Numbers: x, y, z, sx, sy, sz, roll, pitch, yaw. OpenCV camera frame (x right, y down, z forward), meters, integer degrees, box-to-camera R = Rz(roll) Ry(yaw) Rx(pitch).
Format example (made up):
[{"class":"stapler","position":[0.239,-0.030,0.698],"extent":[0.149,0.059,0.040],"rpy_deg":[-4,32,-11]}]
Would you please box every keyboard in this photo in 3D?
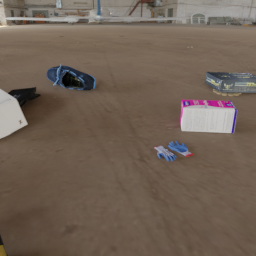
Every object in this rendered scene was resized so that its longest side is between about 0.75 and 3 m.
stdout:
[{"class":"keyboard","position":[-4.646,-1.200,11.994],"extent":[1.641,0.351,2.733],"rpy_deg":[-6,25,2]}]

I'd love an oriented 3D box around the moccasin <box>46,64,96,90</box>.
[{"class":"moccasin","position":[-2.970,-2.520,13.785],"extent":[2.903,1.168,0.990],"rpy_deg":[12,21,26]}]

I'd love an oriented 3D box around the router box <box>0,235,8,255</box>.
[{"class":"router box","position":[-2.583,2.484,3.705],"extent":[2.092,0.546,1.645],"rpy_deg":[-16,29,-31]}]

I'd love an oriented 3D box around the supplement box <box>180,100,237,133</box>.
[{"class":"supplement box","position":[2.708,-0.411,9.607],"extent":[1.730,0.894,0.875],"rpy_deg":[1,26,6]}]

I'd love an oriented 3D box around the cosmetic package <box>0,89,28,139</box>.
[{"class":"cosmetic package","position":[-4.841,-0.636,9.566],"extent":[1.464,1.029,2.887],"rpy_deg":[-34,40,-30]}]

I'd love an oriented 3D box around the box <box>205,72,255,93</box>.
[{"class":"box","position":[5.290,-2.249,13.680],"extent":[2.469,0.630,1.947],"rpy_deg":[0,23,-6]}]

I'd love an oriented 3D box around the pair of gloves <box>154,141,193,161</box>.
[{"class":"pair of gloves","position":[1.298,0.663,8.182],"extent":[1.099,0.125,0.883],"rpy_deg":[-10,27,-23]}]

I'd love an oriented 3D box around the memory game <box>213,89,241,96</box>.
[{"class":"memory game","position":[4.747,-1.749,13.439],"extent":[1.327,0.085,1.327],"rpy_deg":[0,25,0]}]
